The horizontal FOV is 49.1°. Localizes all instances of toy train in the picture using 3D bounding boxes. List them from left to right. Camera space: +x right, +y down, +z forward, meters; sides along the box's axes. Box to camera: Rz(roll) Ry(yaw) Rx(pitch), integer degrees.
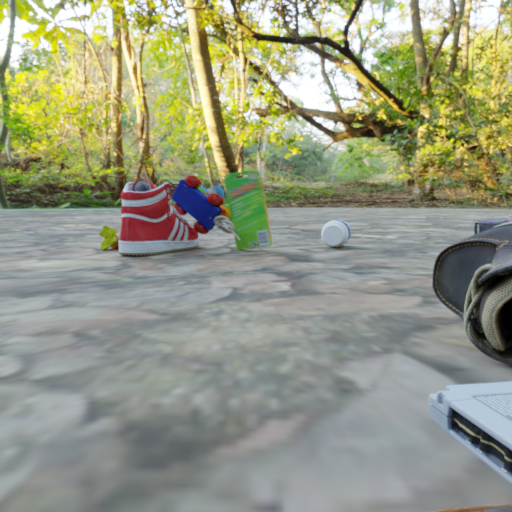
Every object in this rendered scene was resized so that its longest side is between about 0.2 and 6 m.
[{"bbox_3d":[-0.591,-0.708,9.649,1.659,0.702,0.960,40,24,26],"label":"toy train"}]

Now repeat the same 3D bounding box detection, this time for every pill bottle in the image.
[{"bbox_3d":[1.434,-0.397,10.101,0.488,0.488,0.816,2,6,14],"label":"pill bottle"}]

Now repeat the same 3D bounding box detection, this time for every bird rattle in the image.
[{"bbox_3d":[-2.354,-0.279,9.657,0.768,0.433,0.626,-1,-11,-36],"label":"bird rattle"}]

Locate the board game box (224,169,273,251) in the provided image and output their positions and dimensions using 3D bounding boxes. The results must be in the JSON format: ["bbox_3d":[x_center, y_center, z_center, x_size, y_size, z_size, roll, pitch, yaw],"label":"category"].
[{"bbox_3d":[-0.131,-0.770,9.384,0.616,1.289,0.193,-8,9,14],"label":"board game box"}]

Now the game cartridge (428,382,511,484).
[{"bbox_3d":[1.043,0.631,1.908,0.567,0.172,0.850,-4,7,-9],"label":"game cartridge"}]

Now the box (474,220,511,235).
[{"bbox_3d":[6.304,-0.637,12.963,2.174,0.392,1.554,-3,6,-40],"label":"box"}]

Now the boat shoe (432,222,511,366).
[{"bbox_3d":[1.539,0.200,3.046,0.778,0.791,2.123,-2,5,-16],"label":"boat shoe"}]

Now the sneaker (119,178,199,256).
[{"bbox_3d":[-1.542,-0.671,9.304,0.757,1.195,2.124,2,6,19],"label":"sneaker"}]

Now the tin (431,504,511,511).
[{"bbox_3d":[0.348,0.702,0.959,1.098,0.230,0.615,-1,2,-10],"label":"tin"}]
